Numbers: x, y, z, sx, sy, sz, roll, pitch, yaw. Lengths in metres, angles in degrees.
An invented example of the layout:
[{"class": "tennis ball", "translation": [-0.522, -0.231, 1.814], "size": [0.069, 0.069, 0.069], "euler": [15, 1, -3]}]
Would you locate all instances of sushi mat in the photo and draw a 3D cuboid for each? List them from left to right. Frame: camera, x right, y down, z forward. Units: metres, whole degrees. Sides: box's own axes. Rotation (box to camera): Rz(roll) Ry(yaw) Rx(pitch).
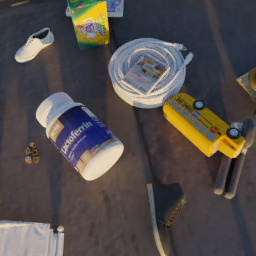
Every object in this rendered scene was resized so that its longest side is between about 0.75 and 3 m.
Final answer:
[{"class": "sushi mat", "translation": [5.684, -2.084, 11.309], "size": [2.500, 0.151, 1.196], "euler": [-30, 69, -12]}]

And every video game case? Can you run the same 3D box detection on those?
[{"class": "video game case", "translation": [-1.433, -5.531, 12.575], "size": [2.438, 0.220, 1.746], "euler": [1, 50, 0]}, {"class": "video game case", "translation": [0.645, -1.950, 10.182], "size": [1.109, 0.140, 1.548], "euler": [35, 70, 15]}]

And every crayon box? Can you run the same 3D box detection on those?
[{"class": "crayon box", "translation": [-1.502, -4.190, 11.112], "size": [1.322, 2.226, 0.649], "euler": [-18, 67, -7]}]

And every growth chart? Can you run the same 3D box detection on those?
[{"class": "growth chart", "translation": [-3.336, 3.755, 8.423], "size": [2.894, 0.257, 2.095], "euler": [11, 66, -5]}]

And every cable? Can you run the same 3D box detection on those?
[{"class": "cable", "translation": [0.744, -2.189, 10.896], "size": [2.920, 1.011, 2.920], "euler": [23, 69, 10]}]

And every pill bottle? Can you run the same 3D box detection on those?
[{"class": "pill bottle", "translation": [-1.678, 0.203, 9.453], "size": [1.675, 1.675, 2.895], "euler": [-41, 72, -16]}]

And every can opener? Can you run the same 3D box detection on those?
[{"class": "can opener", "translation": [3.651, 0.937, 9.517], "size": [0.751, 0.942, 2.817], "euler": [21, 68, 9]}]

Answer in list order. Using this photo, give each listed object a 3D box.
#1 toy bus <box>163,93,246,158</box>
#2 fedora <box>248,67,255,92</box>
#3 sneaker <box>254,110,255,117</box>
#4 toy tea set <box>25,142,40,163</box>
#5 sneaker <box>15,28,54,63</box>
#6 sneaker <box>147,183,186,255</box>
[{"class": "toy bus", "translation": [2.578, -0.034, 9.688], "size": [1.114, 0.926, 2.845], "euler": [-36, 60, -13]}, {"class": "fedora", "translation": [5.292, -1.624, 10.680], "size": [1.631, 0.665, 1.631], "euler": [1, 62, -1]}, {"class": "sneaker", "translation": [6.023, -0.417, 10.125], "size": [2.795, 1.048, 1.211], "euler": [-3, 71, -1]}, {"class": "toy tea set", "translation": [-3.429, 0.880, 9.902], "size": [0.468, 0.291, 0.787], "euler": [-15, 67, -7]}, {"class": "sneaker", "translation": [-3.952, -3.521, 11.656], "size": [0.706, 0.685, 1.934], "euler": [38, 71, 15]}, {"class": "sneaker", "translation": [1.317, 2.766, 8.746], "size": [1.185, 0.834, 2.230], "euler": [-7, 65, 0]}]
